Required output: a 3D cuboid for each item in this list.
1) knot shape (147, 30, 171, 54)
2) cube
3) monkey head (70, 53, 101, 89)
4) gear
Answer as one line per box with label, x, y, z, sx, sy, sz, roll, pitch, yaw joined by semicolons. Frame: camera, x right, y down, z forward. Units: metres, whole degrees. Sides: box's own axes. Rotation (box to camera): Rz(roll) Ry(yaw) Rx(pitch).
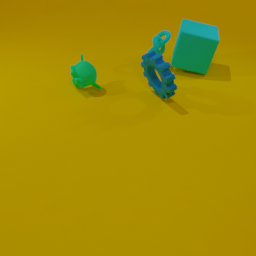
knot shape;1.013;-2.747;9.356;0.490;1.060;0.992;28;28;3
cube;2.218;-2.727;9.364;1.229;1.229;1.229;15;41;3
monkey head;-1.333;-1.575;8.427;0.739;0.882;1.227;-28;88;-20
gear;0.838;-1.460;7.780;0.253;1.369;1.369;-30;45;-13
